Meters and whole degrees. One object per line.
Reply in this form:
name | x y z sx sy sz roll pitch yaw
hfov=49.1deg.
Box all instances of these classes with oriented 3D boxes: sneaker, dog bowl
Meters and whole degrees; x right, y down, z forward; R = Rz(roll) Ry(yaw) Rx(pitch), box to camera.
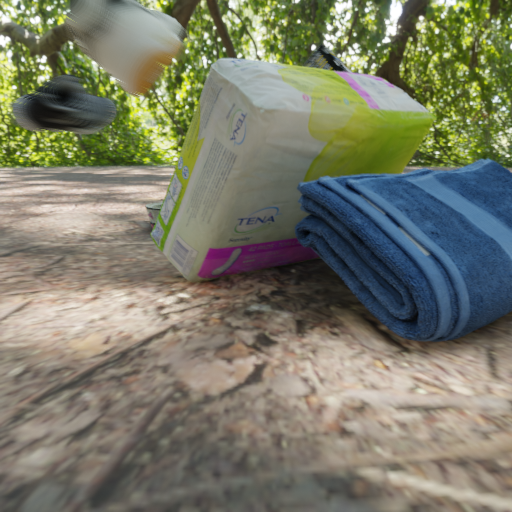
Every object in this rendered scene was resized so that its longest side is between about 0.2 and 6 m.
sneaker | -1.688 -2.891 7.020 1.239 1.069 2.827 38 9 -24
dog bowl | -1.831 -0.936 13.348 1.580 0.583 1.580 -1 12 0
sneaker | -3.360 -2.838 10.580 1.203 0.798 2.115 -14 2 43

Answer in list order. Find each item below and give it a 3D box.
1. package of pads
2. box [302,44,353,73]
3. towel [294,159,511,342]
package of pads | 0.683 -1.322 8.740 4.049 3.128 1.381 -11 49 -41
box | 0.843 -2.713 10.689 0.591 2.394 1.912 31 24 -27
towel | 2.601 -0.253 7.060 4.178 1.014 2.333 -9 45 -41
